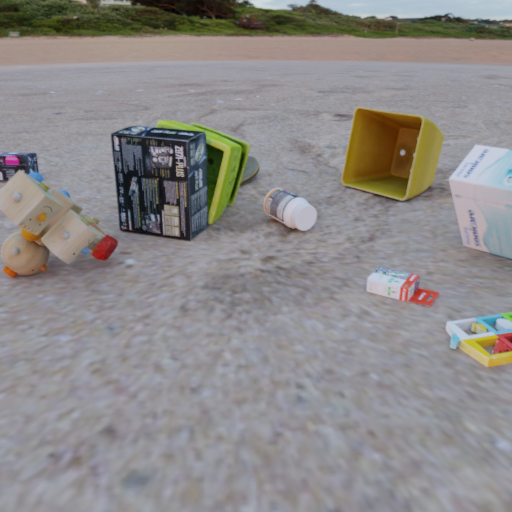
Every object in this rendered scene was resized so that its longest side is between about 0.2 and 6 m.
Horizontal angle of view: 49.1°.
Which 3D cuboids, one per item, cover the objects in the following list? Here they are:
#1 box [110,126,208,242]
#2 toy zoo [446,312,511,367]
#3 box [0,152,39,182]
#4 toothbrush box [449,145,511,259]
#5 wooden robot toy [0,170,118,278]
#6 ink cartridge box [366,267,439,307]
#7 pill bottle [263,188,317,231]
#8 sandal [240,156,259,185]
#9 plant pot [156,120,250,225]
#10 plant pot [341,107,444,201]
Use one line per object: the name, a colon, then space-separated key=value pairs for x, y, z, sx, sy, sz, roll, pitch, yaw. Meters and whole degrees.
box: x=-1.755 y=-1.364 z=10.391 sx=1.543 sy=1.884 sz=0.811 roll=8 pitch=25 yaw=18
toy zoo: x=3.067 y=1.046 z=7.111 sx=1.353 sy=0.138 sz=0.888 roll=-7 pitch=25 yaw=-15
box: x=-5.948 y=-2.183 z=13.773 sx=0.997 sy=0.659 sz=0.572 roll=2 pitch=20 yaw=6
toothbrush box: x=4.405 y=-0.726 z=8.933 sx=2.228 sy=1.631 sz=0.950 roll=20 pitch=60 yaw=44
wooden robot toy: x=-3.239 y=-0.158 z=8.704 sx=1.553 sy=1.508 sz=3.423 roll=-47 pitch=4 yaw=-5
ink cartridge box: x=2.189 y=0.444 z=8.334 sx=0.963 sy=0.242 sz=0.524 roll=13 pitch=27 yaw=30
pill bottle: x=0.658 y=-0.895 z=10.870 sx=0.620 sy=0.620 sz=1.065 roll=-15 pitch=29 yaw=-30
sandal: x=-1.027 y=-2.081 z=13.357 sx=1.193 sy=0.802 sz=2.970 roll=22 pitch=32 yaw=40
plant pot: x=-1.126 y=-1.802 z=11.472 sx=1.665 sy=1.673 sz=1.519 roll=23 pitch=24 yaw=15
plant pot: x=3.316 y=-2.374 z=13.057 sx=1.609 sy=1.825 sz=1.825 roll=-7 pitch=22 yaw=-45
